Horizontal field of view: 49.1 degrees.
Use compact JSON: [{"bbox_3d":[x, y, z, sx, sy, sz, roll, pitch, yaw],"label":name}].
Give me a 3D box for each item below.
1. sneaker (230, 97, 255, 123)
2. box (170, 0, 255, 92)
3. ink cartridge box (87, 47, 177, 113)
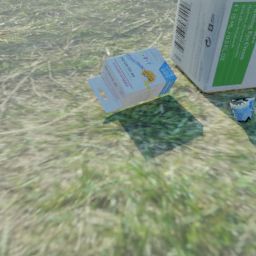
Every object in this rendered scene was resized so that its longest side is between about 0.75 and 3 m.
[{"bbox_3d":[3.024,-0.470,7.422,0.548,0.629,1.399,-3,11,34],"label":"sneaker"},{"bbox_3d":[3.111,-3.067,8.912,2.457,2.855,2.869,-8,38,-14],"label":"box"},{"bbox_3d":[0.120,-1.419,8.040,2.229,0.756,1.283,-22,70,-26],"label":"ink cartridge box"}]
